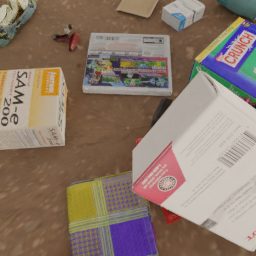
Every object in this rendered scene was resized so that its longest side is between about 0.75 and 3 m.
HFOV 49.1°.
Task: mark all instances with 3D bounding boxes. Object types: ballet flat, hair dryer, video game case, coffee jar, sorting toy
[{"bbox_3d":[-3.717,-3.751,9.099,0.911,0.911,2.455,10,59,6],"label":"ballet flat"},{"bbox_3d":[-1.922,-2.789,8.910,0.786,0.280,1.032,-33,59,1],"label":"hair dryer"},{"bbox_3d":[0.020,-1.941,8.330,2.490,0.286,2.269,2,59,0],"label":"video game case"},{"bbox_3d":[1.497,-0.086,6.913,1.780,0.760,0.928,19,57,11],"label":"coffee jar"},{"bbox_3d":[0.484,-4.576,9.929,1.278,0.254,1.729,17,64,16],"label":"sorting toy"}]

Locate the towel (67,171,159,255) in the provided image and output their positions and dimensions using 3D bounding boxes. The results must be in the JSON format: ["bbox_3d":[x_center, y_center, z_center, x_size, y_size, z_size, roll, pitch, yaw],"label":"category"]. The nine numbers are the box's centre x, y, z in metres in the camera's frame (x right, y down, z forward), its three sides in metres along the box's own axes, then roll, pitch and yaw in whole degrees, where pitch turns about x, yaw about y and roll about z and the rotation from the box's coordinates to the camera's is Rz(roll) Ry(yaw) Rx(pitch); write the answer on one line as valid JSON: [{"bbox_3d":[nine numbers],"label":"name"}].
[{"bbox_3d":[-0.334,2.156,5.844,1.810,0.287,2.521,-7,59,-5],"label":"towel"}]

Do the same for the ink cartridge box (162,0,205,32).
[{"bbox_3d":[1.836,-3.844,9.348,1.163,0.487,0.844,-34,65,-19],"label":"ink cartridge box"}]

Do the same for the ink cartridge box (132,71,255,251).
[{"bbox_3d":[1.789,0.701,4.928,2.861,2.084,1.213,31,25,-16],"label":"ink cartridge box"}]

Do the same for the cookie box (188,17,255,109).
[{"bbox_3d":[3.431,-1.492,7.584,2.694,1.012,2.305,38,67,20],"label":"cookie box"}]

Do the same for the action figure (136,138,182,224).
[{"bbox_3d":[0.853,0.979,6.330,1.009,0.665,2.038,-25,63,-3],"label":"action figure"}]

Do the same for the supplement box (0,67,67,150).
[{"bbox_3d":[-3.029,-0.466,6.967,2.855,1.050,1.799,-4,60,-3],"label":"supplement box"}]

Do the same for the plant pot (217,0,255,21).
[{"bbox_3d":[3.994,-4.387,9.172,1.438,1.530,1.530,43,67,7],"label":"plant pot"}]
